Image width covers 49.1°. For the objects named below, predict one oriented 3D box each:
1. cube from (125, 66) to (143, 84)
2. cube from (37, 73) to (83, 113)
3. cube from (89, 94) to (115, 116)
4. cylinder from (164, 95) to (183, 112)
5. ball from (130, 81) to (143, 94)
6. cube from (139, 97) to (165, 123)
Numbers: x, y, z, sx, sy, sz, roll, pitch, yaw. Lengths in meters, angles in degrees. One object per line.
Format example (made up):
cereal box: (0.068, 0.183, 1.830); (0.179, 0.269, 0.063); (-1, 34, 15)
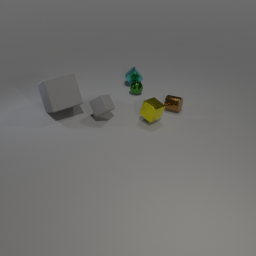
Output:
cube: (0.326, -2.852, 15.548); (0.700, 0.700, 0.700); (-37, 26, 19)
cube: (-3.054, -1.537, 12.525); (1.400, 1.400, 1.400); (-21, 11, -26)
cube: (-1.113, -0.984, 12.139); (0.700, 0.700, 0.700); (-25, -2, 29)
cylinder: (2.118, -1.139, 13.020); (0.700, 0.700, 0.700); (16, 35, 24)
ball: (0.435, -2.109, 14.611); (0.700, 0.700, 0.700); (0, 31, 0)
cube: (1.033, -0.782, 11.947); (0.700, 0.700, 0.700); (-23, 54, -39)
